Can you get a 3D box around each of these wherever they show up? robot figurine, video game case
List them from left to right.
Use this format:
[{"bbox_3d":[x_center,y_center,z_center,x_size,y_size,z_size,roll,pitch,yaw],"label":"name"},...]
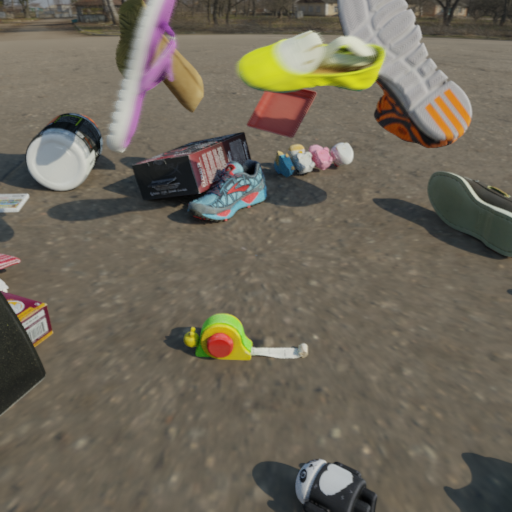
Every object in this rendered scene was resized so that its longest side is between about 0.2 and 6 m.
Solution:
[{"bbox_3d":[-5.842,-1.203,12.837,0.996,0.114,0.906,-1,27,-5],"label":"video game case"},{"bbox_3d":[0.777,2.334,5.524,0.795,0.496,0.597,17,-9,30],"label":"robot figurine"}]

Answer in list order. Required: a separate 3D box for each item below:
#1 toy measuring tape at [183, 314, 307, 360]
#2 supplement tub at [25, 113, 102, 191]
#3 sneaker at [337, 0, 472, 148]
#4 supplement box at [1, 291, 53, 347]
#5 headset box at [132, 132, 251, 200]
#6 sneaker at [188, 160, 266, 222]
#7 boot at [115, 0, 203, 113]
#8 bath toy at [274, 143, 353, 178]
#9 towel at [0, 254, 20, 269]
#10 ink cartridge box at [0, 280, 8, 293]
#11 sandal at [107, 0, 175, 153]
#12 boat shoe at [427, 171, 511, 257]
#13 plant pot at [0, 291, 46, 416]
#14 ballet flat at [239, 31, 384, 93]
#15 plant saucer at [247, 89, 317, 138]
[{"bbox_3d":[-0.148,1.120,7.792,1.740,0.640,0.640,1,27,2],"label":"toy measuring tape"},{"bbox_3d":[-4.795,-2.746,14.297,1.510,1.510,2.465,-1,28,-3],"label":"supplement tub"},{"bbox_3d":[2.618,-3.554,11.119,1.381,3.561,1.995,-33,1,-4],"label":"sneaker"},{"bbox_3d":[-3.729,0.945,8.173,1.275,0.546,0.703,12,30,22],"label":"supplement box"},{"bbox_3d":[-1.540,-2.087,13.188,1.827,0.922,2.458,-2,22,35],"label":"headset box"},{"bbox_3d":[-0.682,-1.534,12.366,0.927,1.117,2.338,18,32,32],"label":"sneaker"},{"bbox_3d":[-1.872,-3.849,11.778,0.820,2.481,2.172,-14,63,19],"label":"boot"},{"bbox_3d":[1.553,-2.587,14.911,2.083,0.770,0.906,-12,74,-18],"label":"bath toy"},{"bbox_3d":[-5.034,0.179,9.715,1.617,0.182,1.169,7,22,36],"label":"towel"},{"bbox_3d":[-4.454,0.572,9.137,0.572,0.329,0.977,-24,35,-37],"label":"ink cartridge box"},{"bbox_3d":[-1.463,-2.564,7.863,0.610,2.484,1.011,21,29,-11],"label":"sandal"},{"bbox_3d":[4.625,-0.909,11.361,0.873,1.033,2.899,-7,35,-21],"label":"boat shoe"},{"bbox_3d":[-4.154,1.013,6.612,2.123,1.883,2.117,10,28,21],"label":"plant pot"},{"bbox_3d":[0.919,-2.938,8.346,2.441,0.818,0.816,-8,70,-29],"label":"ballet flat"},{"bbox_3d":[0.624,-3.397,13.210,1.312,0.241,1.309,21,77,29],"label":"plant saucer"}]
